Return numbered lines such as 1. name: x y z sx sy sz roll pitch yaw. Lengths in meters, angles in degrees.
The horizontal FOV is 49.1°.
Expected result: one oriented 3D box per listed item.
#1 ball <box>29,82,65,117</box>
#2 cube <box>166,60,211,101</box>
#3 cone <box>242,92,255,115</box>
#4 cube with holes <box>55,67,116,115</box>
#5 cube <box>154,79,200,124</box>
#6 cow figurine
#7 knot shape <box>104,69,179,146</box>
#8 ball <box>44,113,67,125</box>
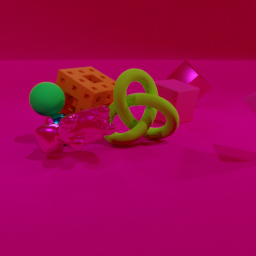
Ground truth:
1. ball: -2.144 -0.757 7.448 0.912 0.912 0.912 0 15 0
2. cube: 2.670 -1.969 12.391 1.215 1.215 1.215 29 25 -44
3. cone: 3.078 -0.586 6.459 1.192 1.192 1.196 -6 15 -22
4. cube with holes: -1.244 -0.856 8.410 1.399 1.399 1.399 34 30 21
5. cube: 1.531 -0.918 9.672 1.204 1.204 1.204 -13 31 -40
6. cow figurine: -1.206 0.033 6.331 1.681 0.923 1.654 -22 10 -19
7. knot shape: 0.395 -0.363 7.381 1.940 2.073 0.958 25 6 -1
8. ball: -1.767 0.023 7.308 0.822 0.822 0.822 0 15 0
